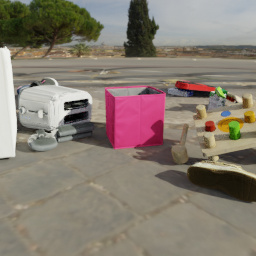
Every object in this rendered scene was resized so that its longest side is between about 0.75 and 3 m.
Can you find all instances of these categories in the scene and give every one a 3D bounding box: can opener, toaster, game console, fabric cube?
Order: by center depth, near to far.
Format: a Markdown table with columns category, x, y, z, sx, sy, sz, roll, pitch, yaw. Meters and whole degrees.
| category | x | y | z | sx | sy | sz | roll | pitch | yaw |
| --- | --- | --- | --- | --- | --- | --- | --- | --- | --- |
| can opener | -2.063 | 0.296 | 8.890 | 2.220 | 0.584 | 0.738 | -16 | 59 | -36 |
| fabric cube | 0.176 | -0.415 | 9.082 | 1.653 | 1.647 | 1.621 | -5 | 18 | -14 |
| toaster | -2.507 | -0.731 | 10.265 | 1.726 | 1.518 | 2.672 | 12 | 15 | 30 |
| game console | 4.211 | -2.402 | 16.679 | 2.613 | 0.459 | 2.955 | 10 | 13 | 1 |

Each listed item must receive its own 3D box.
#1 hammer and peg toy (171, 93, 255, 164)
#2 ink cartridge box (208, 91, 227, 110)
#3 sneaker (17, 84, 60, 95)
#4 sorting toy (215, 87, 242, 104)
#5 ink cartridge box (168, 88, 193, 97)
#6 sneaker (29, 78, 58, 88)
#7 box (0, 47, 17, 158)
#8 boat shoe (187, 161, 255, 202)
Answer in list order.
| category | x | y | z | sx | sy | sz | roll | pitch | yaw |
| --- | --- | --- | --- | --- | --- | --- | --- | --- | --- |
| hammer and peg toy | 2.329 | 0.007 | 7.468 | 2.499 | 0.881 | 1.838 | -13 | 35 | 14 |
| ink cartridge box | 3.980 | -1.141 | 12.527 | 0.381 | 0.906 | 0.661 | -7 | 19 | -29 |
| sneaker | -5.115 | -2.250 | 16.005 | 2.470 | 0.867 | 1.013 | -13 | 25 | -38 |
| sorting toy | 4.673 | -1.309 | 12.537 | 2.518 | 0.371 | 1.861 | 24 | 16 | -18 |
| ink cartridge box | 3.096 | -2.126 | 16.534 | 0.646 | 0.304 | 1.375 | -18 | 25 | -42 |
| sneaker | -4.120 | -1.931 | 13.374 | 1.365 | 0.973 | 2.752 | 24 | 18 | -39 |
| box | -4.394 | -0.860 | 8.190 | 1.923 | 2.942 | 2.927 | -5 | 16 | -19 |
| boat shoe | 2.224 | 1.055 | 6.100 | 1.819 | 0.673 | 0.604 | 14 | 28 | 36 |
